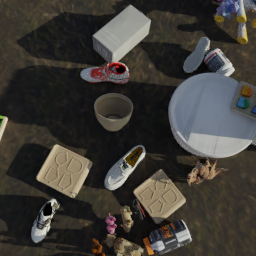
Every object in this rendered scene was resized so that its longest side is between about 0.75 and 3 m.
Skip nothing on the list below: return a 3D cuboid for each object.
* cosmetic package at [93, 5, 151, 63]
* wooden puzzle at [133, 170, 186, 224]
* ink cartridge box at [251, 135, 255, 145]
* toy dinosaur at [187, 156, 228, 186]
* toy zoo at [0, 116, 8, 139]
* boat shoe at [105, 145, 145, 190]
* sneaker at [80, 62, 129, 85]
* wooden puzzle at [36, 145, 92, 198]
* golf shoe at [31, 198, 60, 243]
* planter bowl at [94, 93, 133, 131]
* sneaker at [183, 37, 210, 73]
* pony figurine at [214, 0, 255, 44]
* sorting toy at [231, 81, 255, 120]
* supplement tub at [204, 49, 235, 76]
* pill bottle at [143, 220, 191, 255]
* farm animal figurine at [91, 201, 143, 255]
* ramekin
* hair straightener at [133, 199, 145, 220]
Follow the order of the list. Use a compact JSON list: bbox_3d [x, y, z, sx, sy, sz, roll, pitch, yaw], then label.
[{"bbox_3d":[-0.246,-3.729,11.203,2.198,0.991,1.174,-42,78,-17],"label":"cosmetic package"},{"bbox_3d":[1.091,2.399,9.839,1.319,0.330,1.424,-36,82,-9],"label":"wooden puzzle"},{"bbox_3d":[5.357,-0.571,9.318,1.224,2.946,2.160,21,74,9],"label":"ink cartridge box"},{"bbox_3d":[2.703,1.588,9.924,1.555,0.667,1.054,11,84,-13],"label":"toy dinosaur"},{"bbox_3d":[-5.608,-0.049,10.586,1.798,0.184,1.180,13,75,3],"label":"toy zoo"},{"bbox_3d":[-0.100,1.367,9.920,0.697,0.686,1.965,44,79,11],"label":"boat shoe"},{"bbox_3d":[-0.925,-2.173,10.739,1.964,1.053,0.656,8,74,2],"label":"sneaker"},{"bbox_3d":[-2.261,1.544,10.070,1.546,0.358,1.432,26,76,2],"label":"wooden puzzle"},{"bbox_3d":[-2.877,3.104,9.415,0.601,0.730,1.545,20,77,4],"label":"golf shoe"},{"bbox_3d":[-0.536,-0.471,10.135,1.362,0.917,1.362,3,48,-4],"label":"planter bowl"},{"bbox_3d":[2.791,-2.856,11.230,0.591,0.599,1.508,36,102,15],"label":"sneaker"},{"bbox_3d":[4.430,-5.394,11.281,2.880,2.484,2.983,28,69,-25],"label":"pony figurine"},{"bbox_3d":[4.170,-0.908,9.361,1.159,0.228,1.252,24,70,6],"label":"sorting toy"},{"bbox_3d":[3.572,-2.488,10.988,0.748,0.748,1.066,-31,76,-8],"label":"supplement tub"},{"bbox_3d":[1.260,3.649,9.222,1.466,0.779,0.779,-21,75,-6],"label":"pill bottle"},{"bbox_3d":[-0.240,3.667,9.179,1.873,0.988,1.894,44,76,-2],"label":"farm animal figurine"},{"bbox_3d":[2.880,-0.330,10.026,3.035,1.413,3.035,0,75,0],"label":"ramekin"},{"bbox_3d":[0.336,2.663,9.096,0.300,0.160,0.780,-33,113,-46],"label":"hair straightener"}]
